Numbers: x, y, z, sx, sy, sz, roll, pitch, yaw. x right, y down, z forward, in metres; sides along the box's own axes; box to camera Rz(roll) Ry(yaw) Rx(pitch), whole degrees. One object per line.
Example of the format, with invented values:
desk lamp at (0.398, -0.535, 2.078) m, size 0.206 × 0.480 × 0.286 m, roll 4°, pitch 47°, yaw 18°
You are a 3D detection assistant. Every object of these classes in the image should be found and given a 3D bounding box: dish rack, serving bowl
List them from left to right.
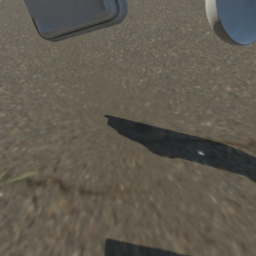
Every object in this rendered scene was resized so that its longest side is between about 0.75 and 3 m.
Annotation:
dish rack at (-1.629, -3.633, 7.300) m, size 2.883 × 2.474 × 0.628 m, roll -7°, pitch 27°, yaw 24°
serving bowl at (2.969, -3.431, 8.031) m, size 2.239 × 2.239 × 0.736 m, roll -27°, pitch 16°, yaw -29°
